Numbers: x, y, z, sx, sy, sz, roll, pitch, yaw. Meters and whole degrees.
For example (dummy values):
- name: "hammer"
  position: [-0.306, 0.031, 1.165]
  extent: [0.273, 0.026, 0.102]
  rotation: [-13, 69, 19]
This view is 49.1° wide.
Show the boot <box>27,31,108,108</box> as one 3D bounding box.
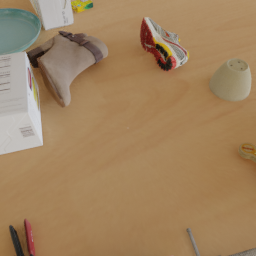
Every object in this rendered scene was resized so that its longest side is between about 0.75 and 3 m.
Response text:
- name: "boot"
  position: [-1.554, -1.924, 8.152]
  extent: [2.136, 1.026, 2.922]
  rotation: [-24, 55, -21]

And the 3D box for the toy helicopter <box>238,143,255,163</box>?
- name: "toy helicopter"
  position: [3.252, 0.812, 6.154]
  extent: [1.115, 0.665, 1.686]
  rotation: [-34, 52, -23]

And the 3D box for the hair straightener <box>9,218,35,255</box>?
- name: "hair straightener"
  position: [-1.942, 2.501, 5.008]
  extent: [0.636, 0.338, 1.652]
  rotation: [-18, 57, -13]

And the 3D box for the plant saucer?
- name: "plant saucer"
  position: [-4.405, -3.203, 9.576]
  extent: [2.907, 0.398, 2.907]
  rotation: [0, 51, 1]

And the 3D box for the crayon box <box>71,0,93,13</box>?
- name: "crayon box"
  position: [-1.884, -4.816, 11.000]
  extent: [0.882, 0.224, 0.560]
  rotation: [-32, 57, -24]

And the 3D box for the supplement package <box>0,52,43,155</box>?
- name: "supplement package"
  position: [-2.925, -0.663, 6.913]
  extent: [1.226, 1.273, 2.238]
  rotation: [-12, 52, -8]

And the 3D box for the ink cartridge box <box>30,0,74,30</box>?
- name: "ink cartridge box"
  position: [-3.039, -5.168, 10.169]
  extent: [1.110, 1.953, 2.680]
  rotation: [-20, 53, -16]

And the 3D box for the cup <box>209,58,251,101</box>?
- name: "cup"
  position: [2.942, -1.446, 7.854]
  extent: [1.160, 0.830, 1.160]
  rotation: [0, 50, 0]

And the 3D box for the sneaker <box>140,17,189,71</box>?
- name: "sneaker"
  position: [1.097, -2.723, 8.977]
  extent: [0.929, 0.880, 2.261]
  rotation: [-20, 63, -21]

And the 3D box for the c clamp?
- name: "c clamp"
  position: [2.238, 2.409, 4.821]
  extent: [2.064, 0.280, 1.764]
  rotation: [-12, 54, 4]
